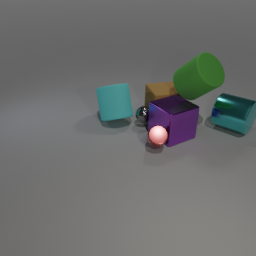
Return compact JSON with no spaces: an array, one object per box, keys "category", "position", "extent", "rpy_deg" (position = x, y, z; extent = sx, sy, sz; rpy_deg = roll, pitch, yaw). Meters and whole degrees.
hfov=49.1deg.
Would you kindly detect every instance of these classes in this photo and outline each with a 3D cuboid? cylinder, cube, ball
[{"category":"cylinder","position":[2.695,-1.948,10.737],"extent":[1.400,1.400,1.400],"rpy_deg":[-23,-4,-35]},{"category":"cube","position":[1.759,-0.323,11.052],"extent":[1.400,1.400,1.400],"rpy_deg":[-17,33,-27]},{"category":"cylinder","position":[4.355,-0.600,11.468],"extent":[1.400,1.400,1.400],"rpy_deg":[22,36,35]},{"category":"ball","position":[0.663,-0.570,11.770],"extent":[0.700,0.700,0.700],"rpy_deg":[0,29,0]},{"category":"cylinder","position":[1.058,0.333,10.094],"extent":[0.700,0.700,0.700],"rpy_deg":[0,-16,1]},{"category":"cube","position":[1.611,-1.139,12.478],"extent":[1.400,1.400,1.400],"rpy_deg":[-6,30,-13]},{"category":"cylinder","position":[-0.564,-1.090,11.962],"extent":[1.400,1.400,1.400],"rpy_deg":[-9,5,1]}]
